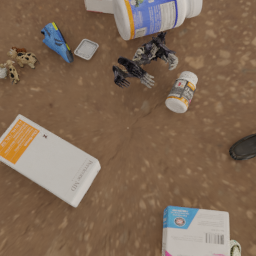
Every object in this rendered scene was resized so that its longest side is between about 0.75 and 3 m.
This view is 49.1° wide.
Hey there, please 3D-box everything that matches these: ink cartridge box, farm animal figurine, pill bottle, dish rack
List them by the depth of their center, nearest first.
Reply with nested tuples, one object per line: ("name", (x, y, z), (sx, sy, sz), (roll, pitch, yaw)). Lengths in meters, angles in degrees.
("ink cartridge box", (1.641, 3.449, 6.975), (1.569, 0.925, 2.725), (6, 68, 2))
("pill bottle", (1.736, -1.154, 8.945), (0.717, 0.717, 1.232), (24, 70, 9))
("farm animal figurine", (-3.847, -2.186, 9.362), (1.117, 0.696, 1.384), (40, 73, 14))
("pill bottle", (1.006, -4.153, 9.670), (2.829, 1.585, 1.585), (-18, 69, -7))
("dish rack", (-1.456, -2.744, 9.877), (0.647, 0.164, 0.753), (26, 70, 11))
("ink cartridge box", (-0.880, -5.228, 10.586), (1.214, 0.686, 1.657), (7, 68, 3))

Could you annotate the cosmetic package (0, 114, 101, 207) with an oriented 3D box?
("cosmetic package", (-2.293, 0.925, 7.963), (2.722, 0.970, 1.380), (28, 71, 9))

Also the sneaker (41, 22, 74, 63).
("sneaker", (-2.477, -2.866, 9.739), (0.709, 0.596, 1.808), (-30, 70, 0))

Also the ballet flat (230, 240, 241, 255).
("ballet flat", (2.689, 3.606, 7.175), (0.484, 0.484, 1.394), (9, 69, 4))

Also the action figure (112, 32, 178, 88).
("action figure", (0.668, -1.993, 8.627), (1.307, 1.523, 2.562), (49, 49, 2))

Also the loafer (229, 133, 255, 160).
("loafer", (3.914, 0.404, 8.334), (1.872, 0.677, 0.681), (-23, 71, -8))
